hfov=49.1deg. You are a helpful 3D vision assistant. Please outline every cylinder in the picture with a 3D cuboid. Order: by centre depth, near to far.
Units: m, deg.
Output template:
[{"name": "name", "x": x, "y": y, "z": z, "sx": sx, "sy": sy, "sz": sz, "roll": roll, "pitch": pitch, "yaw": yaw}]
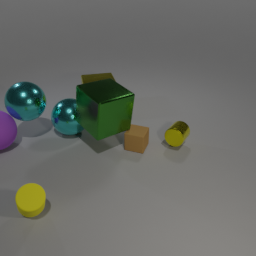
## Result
[{"name": "cylinder", "x": -2.453, "y": 1.829, "z": 7.077, "sx": 0.700, "sy": 0.700, "sz": 0.700, "roll": 8, "pitch": 60, "yaw": -14}, {"name": "cylinder", "x": 1.733, "y": 0.195, "z": 9.829, "sx": 0.700, "sy": 0.700, "sz": 0.700, "roll": 17, "pitch": 32, "yaw": 26}]

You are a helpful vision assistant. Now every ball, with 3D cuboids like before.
[{"name": "ball", "x": -4.587, "y": 0.080, "z": 9.701, "sx": 1.400, "sy": 1.400, "sz": 1.400, "roll": 0, "pitch": 31, "yaw": 0}, {"name": "ball", "x": -3.604, "y": -0.939, "z": 9.881, "sx": 1.400, "sy": 1.400, "sz": 1.400, "roll": 0, "pitch": 31, "yaw": 0}, {"name": "ball", "x": -2.180, "y": -0.421, "z": 10.550, "sx": 1.400, "sy": 1.400, "sz": 1.400, "roll": 0, "pitch": 31, "yaw": 0}]

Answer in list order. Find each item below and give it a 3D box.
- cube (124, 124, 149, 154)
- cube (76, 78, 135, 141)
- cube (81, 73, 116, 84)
[{"name": "cube", "x": 0.313, "y": 0.374, "z": 9.903, "sx": 0.700, "sy": 0.700, "sz": 0.700, "roll": 11, "pitch": 33, "yaw": 17}, {"name": "cube", "x": -0.797, "y": -0.668, "z": 9.378, "sx": 1.400, "sy": 1.400, "sz": 1.400, "roll": -19, "pitch": 42, "yaw": -35}, {"name": "cube", "x": -1.267, "y": -1.508, "z": 12.353, "sx": 1.400, "sy": 1.400, "sz": 1.400, "roll": -7, "pitch": 32, "yaw": -11}]
